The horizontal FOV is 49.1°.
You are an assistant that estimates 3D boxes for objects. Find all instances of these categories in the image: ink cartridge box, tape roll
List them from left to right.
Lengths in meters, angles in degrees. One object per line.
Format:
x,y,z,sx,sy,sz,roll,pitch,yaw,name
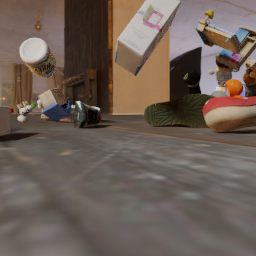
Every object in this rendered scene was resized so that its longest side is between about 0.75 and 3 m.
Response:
-2.426,-0.700,13.183,2.257,0.412,2.257,2,14,0,tape roll
0.481,-2.512,7.425,0.788,1.861,1.345,35,-12,1,ink cartridge box

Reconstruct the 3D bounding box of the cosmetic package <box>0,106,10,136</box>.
-2.763,-0.109,4.887,0.852,0.621,1.676,0,2,-1,cosmetic package

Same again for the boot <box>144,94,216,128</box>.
2.073,-0.571,9.565,2.572,0.971,2.937,1,3,21,boot

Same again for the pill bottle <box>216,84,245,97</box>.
4.620,-0.951,10.357,2.586,1.449,1.449,-2,3,17,pill bottle

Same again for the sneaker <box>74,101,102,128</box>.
-1.199,-0.390,8.420,0.813,0.758,2.052,4,3,-3,sneaker

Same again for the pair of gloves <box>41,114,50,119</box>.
-3.390,-0.606,14.764,2.194,0.385,1.866,-3,8,-13,pair of gloves

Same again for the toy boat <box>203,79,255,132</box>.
2.432,-0.580,6.230,1.661,1.086,1.084,-8,-17,-20,toy boat

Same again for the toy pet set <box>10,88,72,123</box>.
-3.488,-0.751,12.101,2.202,1.253,2.359,-23,5,25,toy pet set

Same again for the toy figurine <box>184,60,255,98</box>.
3.138,-1.387,9.404,2.035,1.438,2.067,-34,48,-3,toy figurine

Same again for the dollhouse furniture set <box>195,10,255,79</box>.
2.845,-2.334,7.079,1.696,1.107,1.601,32,8,-49,dollhouse furniture set

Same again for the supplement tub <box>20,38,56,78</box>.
-3.174,-2.465,10.079,0.994,0.994,1.371,0,-15,2,supplement tub
